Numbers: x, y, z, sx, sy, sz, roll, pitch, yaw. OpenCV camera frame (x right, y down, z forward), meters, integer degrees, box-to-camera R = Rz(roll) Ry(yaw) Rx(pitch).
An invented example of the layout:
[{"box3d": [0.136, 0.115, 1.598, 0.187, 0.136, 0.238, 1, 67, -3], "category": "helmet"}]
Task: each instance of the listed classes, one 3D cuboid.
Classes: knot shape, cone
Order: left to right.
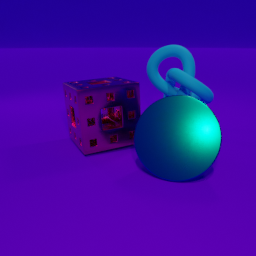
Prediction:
[{"box3d": [1.249, -1.038, 7.344, 0.877, 1.775, 1.897, -27, 65, -28], "category": "knot shape"}, {"box3d": [1.061, 0.291, 5.613, 1.532, 1.532, 1.538, 6, -8, 18], "category": "cone"}]

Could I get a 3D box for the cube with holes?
[{"box3d": [-0.607, -0.370, 6.421, 1.353, 1.353, 1.353, -11, 19, -22], "category": "cube with holes"}]
